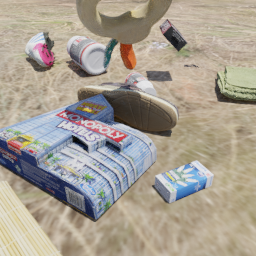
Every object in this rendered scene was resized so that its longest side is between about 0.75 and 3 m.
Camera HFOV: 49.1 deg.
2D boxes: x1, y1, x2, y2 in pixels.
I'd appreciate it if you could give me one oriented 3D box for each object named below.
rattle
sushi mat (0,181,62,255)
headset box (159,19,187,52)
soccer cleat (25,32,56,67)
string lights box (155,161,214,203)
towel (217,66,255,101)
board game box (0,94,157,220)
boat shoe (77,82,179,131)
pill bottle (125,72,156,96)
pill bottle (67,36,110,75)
[{"bbox_3d":[-0.223,-2.565,5.491,1.757,2.698,1.928,-29,78,-1],"label":"rattle"},{"bbox_3d":[-1.910,1.779,4.090,1.360,0.172,2.843,-26,41,-34],"label":"sushi mat"},{"bbox_3d":[1.469,-3.021,9.122,0.803,0.417,1.079,39,23,-22],"label":"headset box"},{"bbox_3d":[-3.626,-3.036,11.339,1.174,0.950,2.719,-24,36,5],"label":"soccer cleat"},{"bbox_3d":[1.044,0.988,5.234,0.980,0.289,0.503,-16,35,-24],"label":"string lights box"},{"bbox_3d":[4.291,-1.336,8.771,2.867,0.523,2.127,6,31,12],"label":"towel"},{"bbox_3d":[-0.851,0.238,5.936,2.677,0.826,2.675,20,37,29],"label":"board game box"},{"bbox_3d":[0.026,-0.705,7.291,2.910,1.047,0.943,13,38,30],"label":"boat shoe"},{"bbox_3d":[0.373,-1.196,8.406,0.657,0.657,1.134,-11,33,-17],"label":"pill bottle"},{"bbox_3d":[-1.556,-2.809,10.557,1.126,1.126,1.944,-17,36,-26],"label":"pill bottle"}]
